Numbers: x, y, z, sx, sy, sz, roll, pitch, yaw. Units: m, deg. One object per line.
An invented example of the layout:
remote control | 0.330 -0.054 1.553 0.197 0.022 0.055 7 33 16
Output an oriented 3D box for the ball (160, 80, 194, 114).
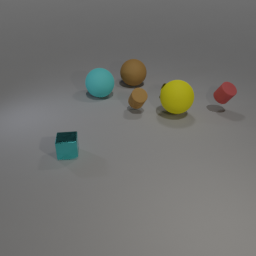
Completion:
ball | 2.037 -1.291 11.647 1.400 1.400 1.400 0 30 0

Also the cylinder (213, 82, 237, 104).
cylinder | 4.104 -1.481 11.858 0.700 0.700 0.700 9 60 -15

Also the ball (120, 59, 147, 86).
ball | 0.285 -2.945 14.858 1.400 1.400 1.400 0 30 0

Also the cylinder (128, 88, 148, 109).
cylinder | 0.415 -1.269 12.032 0.700 0.700 0.700 4 70 -12

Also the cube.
cube | -2.052 0.596 9.489 0.700 0.700 0.700 -4 30 -6

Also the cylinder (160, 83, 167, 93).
cylinder | 2.026 -1.768 13.569 0.700 0.700 0.700 17 34 26

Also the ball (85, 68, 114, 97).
ball | -1.358 -2.186 13.534 1.400 1.400 1.400 0 30 0
